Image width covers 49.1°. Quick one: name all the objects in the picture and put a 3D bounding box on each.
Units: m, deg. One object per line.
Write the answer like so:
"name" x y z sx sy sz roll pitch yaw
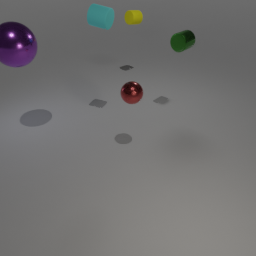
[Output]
"cylinder" 0.292 -5.780 14.635 0.700 0.700 0.700 27 35 37
"ball" 0.119 -1.074 8.549 0.700 0.700 0.700 0 32 0
"cylinder" -0.917 -3.749 9.440 0.700 0.700 0.700 20 36 14
"ball" -3.602 -2.632 8.883 1.400 1.400 1.400 0 32 0
"cylinder" 2.082 -3.305 10.632 0.700 0.700 0.700 25 41 35
